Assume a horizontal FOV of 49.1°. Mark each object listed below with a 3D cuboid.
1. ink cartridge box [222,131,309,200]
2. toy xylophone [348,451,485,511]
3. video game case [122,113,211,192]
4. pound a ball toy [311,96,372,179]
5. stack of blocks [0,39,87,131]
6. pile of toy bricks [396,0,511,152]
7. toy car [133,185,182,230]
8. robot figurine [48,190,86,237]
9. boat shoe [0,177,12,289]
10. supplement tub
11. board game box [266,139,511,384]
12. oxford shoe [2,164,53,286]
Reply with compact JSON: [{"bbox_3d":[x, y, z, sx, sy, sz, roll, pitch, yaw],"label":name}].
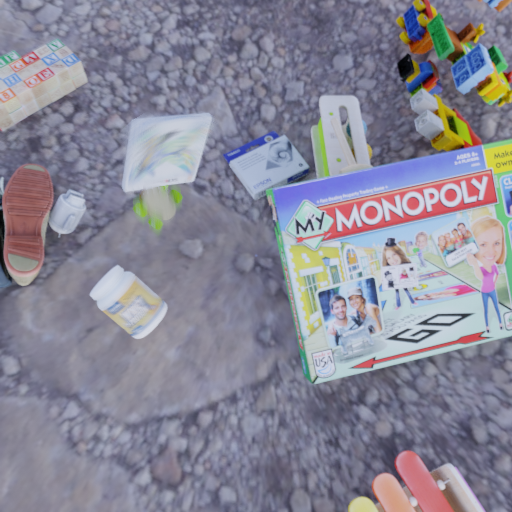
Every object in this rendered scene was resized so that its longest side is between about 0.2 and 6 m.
[{"bbox_3d":[0.186,-1.950,11.487,1.338,0.272,1.341,-29,66,-14],"label":"ink cartridge box"},{"bbox_3d":[1.981,4.361,7.844,3.051,0.766,2.233,-32,67,-16],"label":"toy xylophone"},{"bbox_3d":[-1.366,-1.552,8.467,1.212,1.329,0.146,-14,57,-30],"label":"video game case"},{"bbox_3d":[1.820,-2.030,10.755,1.062,1.630,2.500,-1,61,-7],"label":"pound a ball toy"},{"bbox_3d":[-5.039,-3.865,12.289,2.209,0.647,1.272,-37,68,-18],"label":"stack of blocks"},{"bbox_3d":[4.581,-4.067,11.804,2.223,2.498,4.503,24,48,-26],"label":"pile of toy bricks"},{"bbox_3d":[-1.932,-0.990,10.239,0.913,0.721,0.750,15,67,54],"label":"toy car"},{"bbox_3d":[-3.587,-0.802,10.612,0.522,0.924,0.784,21,24,-34],"label":"robot figurine"},{"bbox_3d":[-4.969,-0.732,10.373,0.911,1.102,2.945,-9,64,-3],"label":"boat shoe"},{"bbox_3d":[-2.163,0.780,9.500,1.113,0.805,0.805,44,66,-17],"label":"supplement tub"},{"bbox_3d":[2.825,-0.015,9.351,4.789,0.697,3.223,-13,95,-7],"label":"board game box"},{"bbox_3d":[-4.281,-0.598,10.363,0.842,0.878,2.380,9,61,-20],"label":"oxford shoe"}]
